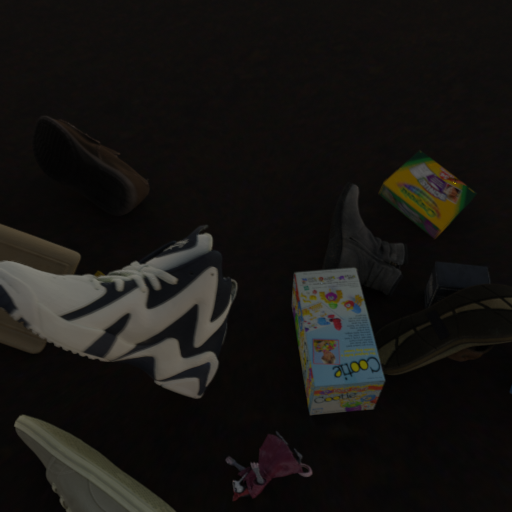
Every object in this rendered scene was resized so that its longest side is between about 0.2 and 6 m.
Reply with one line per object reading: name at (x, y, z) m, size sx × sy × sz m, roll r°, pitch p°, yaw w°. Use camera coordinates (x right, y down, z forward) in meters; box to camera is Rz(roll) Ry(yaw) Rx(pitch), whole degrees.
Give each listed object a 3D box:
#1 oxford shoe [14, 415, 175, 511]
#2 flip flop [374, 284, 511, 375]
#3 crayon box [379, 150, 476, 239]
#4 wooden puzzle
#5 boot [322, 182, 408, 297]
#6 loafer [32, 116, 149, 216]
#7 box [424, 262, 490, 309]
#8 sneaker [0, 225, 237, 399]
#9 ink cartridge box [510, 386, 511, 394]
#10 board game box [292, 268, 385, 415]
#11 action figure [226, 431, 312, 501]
oxford shoe at (-2.075, 2.798, 6.784) m, size 2.607 × 0.980 × 0.753 m, roll 29°, pitch 77°, yaw 20°
flip flop at (2.853, 1.153, 8.024) m, size 2.443 × 0.703 × 0.991 m, roll -24°, pitch 42°, yaw 12°
crayon box at (3.020, -1.101, 9.906) m, size 1.278 × 0.373 × 1.103 m, roll 42°, pitch 66°, yaw 15°
wooden puzzle at (-3.642, 0.487, 8.498) m, size 2.641 × 0.309 × 1.782 m, roll 27°, pitch 79°, yaw -2°
boot at (1.882, -0.271, 9.399) m, size 1.309 × 0.694 × 1.989 m, roll 12°, pitch 63°, yaw 5°
loafer at (-3.052, -1.637, 10.320) m, size 2.687 × 0.981 × 0.954 m, roll 39°, pitch 27°, yaw 16°
box at (3.065, 0.539, 8.600) m, size 0.785 × 0.772 × 0.487 m, roll 6°, pitch 52°, yaw 4°
sneaker at (-1.501, 0.306, 7.072) m, size 1.303 × 3.265 × 2.124 m, roll 9°, pitch 70°, yaw 58°
ink cartridge box at (4.327, 1.429, 7.779) m, size 0.951 × 0.955 × 1.302 m, roll 27°, pitch 56°, yaw 20°
board game box at (1.098, 1.193, 7.976) m, size 0.950 × 0.933 × 1.812 m, roll -4°, pitch 52°, yaw -3°
action figure at (0.081, 2.769, 7.138) m, size 0.990 × 0.663 × 0.737 m, roll -43°, pitch 106°, yaw -15°
